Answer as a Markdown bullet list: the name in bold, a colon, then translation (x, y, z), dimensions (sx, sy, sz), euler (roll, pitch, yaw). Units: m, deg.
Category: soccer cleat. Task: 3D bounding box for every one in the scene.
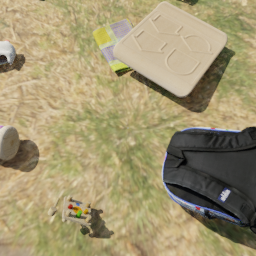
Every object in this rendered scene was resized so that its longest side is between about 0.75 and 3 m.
- **soccer cleat**: translation (-4.861, -2.413, 9.168), dimensions (2.246, 0.778, 0.871), euler (-3, 66, -5)

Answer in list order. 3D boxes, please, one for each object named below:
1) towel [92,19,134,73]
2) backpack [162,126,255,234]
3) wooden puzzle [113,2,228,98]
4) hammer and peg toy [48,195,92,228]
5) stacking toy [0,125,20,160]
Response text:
- **towel**: translation (-0.222, -2.873, 9.667), dimensions (1.512, 0.240, 2.105), euler (-20, 65, -11)
- **backpack**: translation (2.006, 1.049, 6.698), dimensions (2.290, 1.852, 2.404), euler (15, 65, 14)
- **wooden puzzle**: translation (1.409, -2.570, 9.162), dimensions (2.749, 0.687, 2.968), euler (33, 66, 12)
- **hammer and peg toy**: translation (-1.351, 1.926, 6.700), dimensions (1.009, 0.356, 0.742), euler (25, 21, -19)
- **stacking toy**: translation (-4.235, 0.332, 7.771), dimensions (2.220, 0.948, 0.948), euler (4, 63, 10)
